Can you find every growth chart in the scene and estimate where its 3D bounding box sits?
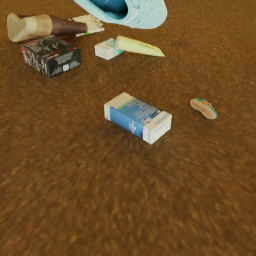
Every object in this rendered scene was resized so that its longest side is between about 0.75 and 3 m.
[{"bbox_3d":[-1.924,-4.708,12.685,1.520,0.186,2.101,-17,43,-20],"label":"growth chart"}]

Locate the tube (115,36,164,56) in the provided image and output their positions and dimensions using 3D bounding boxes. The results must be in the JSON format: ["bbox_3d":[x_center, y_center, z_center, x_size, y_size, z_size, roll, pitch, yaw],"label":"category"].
[{"bbox_3d":[0.454,-2.973,10.294,1.820,0.472,0.528,7,78,-21],"label":"tube"}]

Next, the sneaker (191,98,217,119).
[{"bbox_3d":[2.151,-0.584,7.679,0.367,0.328,0.918,-24,44,-20],"label":"sneaker"}]

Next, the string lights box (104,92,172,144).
[{"bbox_3d":[0.233,-0.303,7.231,1.595,0.470,0.819,30,49,31],"label":"string lights box"}]

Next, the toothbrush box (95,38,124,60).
[{"bbox_3d":[-0.687,-2.959,10.453,0.665,0.387,0.908,29,49,30],"label":"toothbrush box"}]

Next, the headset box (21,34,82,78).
[{"bbox_3d":[-2.703,-2.559,9.737,1.348,0.700,1.812,-32,51,-32],"label":"headset box"}]

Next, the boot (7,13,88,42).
[{"bbox_3d":[-3.347,-3.994,11.364,2.477,1.077,2.978,-10,20,-38],"label":"boot"}]

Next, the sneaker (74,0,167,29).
[{"bbox_3d":[-0.119,-2.328,5.397,2.841,1.050,1.164,3,57,-45],"label":"sneaker"}]
